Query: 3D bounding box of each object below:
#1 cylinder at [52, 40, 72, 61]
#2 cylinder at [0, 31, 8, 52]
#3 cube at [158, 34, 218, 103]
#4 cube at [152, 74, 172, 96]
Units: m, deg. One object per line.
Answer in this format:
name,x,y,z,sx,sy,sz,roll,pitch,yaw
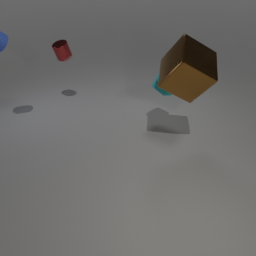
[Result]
cylinder,-2.947,-3.470,12.535,0.700,0.700,0.700,-9,45,9
cylinder,-4.710,-3.127,9.823,0.700,0.700,0.700,30,3,40
cube,2.010,-1.974,9.454,1.400,1.400,1.400,24,53,-19
cube,1.521,-1.781,11.283,0.700,0.700,0.700,42,27,23
